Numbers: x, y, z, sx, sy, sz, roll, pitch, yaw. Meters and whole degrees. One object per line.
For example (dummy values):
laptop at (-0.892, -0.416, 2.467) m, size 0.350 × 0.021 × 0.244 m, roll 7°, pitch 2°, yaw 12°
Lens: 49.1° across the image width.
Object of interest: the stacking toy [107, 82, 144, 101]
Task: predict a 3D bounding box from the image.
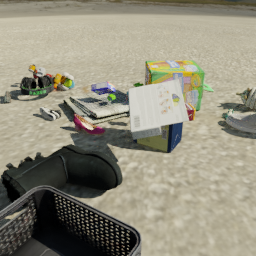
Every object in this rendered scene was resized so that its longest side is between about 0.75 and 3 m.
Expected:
stacking toy at (0.380, -1.196, 11.617) m, size 1.681 × 0.524 × 2.230 m, roll -27°, pitch 36°, yaw -27°

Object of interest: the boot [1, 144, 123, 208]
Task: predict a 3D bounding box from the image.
boot at (-1.778, 1.300, 7.240) m, size 2.694 × 0.997 × 2.207 m, roll 16°, pitch 29°, yaw 41°

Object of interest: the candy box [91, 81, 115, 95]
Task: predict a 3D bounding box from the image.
candy box at (-1.059, -1.695, 12.012) m, size 0.817 × 0.315 × 0.691 m, roll -6°, pitch -13°, yaw 23°

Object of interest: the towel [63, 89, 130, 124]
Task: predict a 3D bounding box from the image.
towel at (-1.089, -1.088, 12.238) m, size 2.918 × 0.504 × 2.810 m, roll -16°, pitch 32°, yaw -27°

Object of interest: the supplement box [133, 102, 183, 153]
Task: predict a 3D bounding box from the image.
supplement box at (1.028, -0.152, 9.490) m, size 1.431 × 1.433 × 0.962 m, roll 16°, pitch 32°, yaw 27°

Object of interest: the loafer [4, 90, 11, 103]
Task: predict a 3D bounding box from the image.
loafer at (-5.639, -1.435, 13.172) m, size 0.319 × 0.364 × 1.014 m, roll 10°, pitch 29°, yaw -25°

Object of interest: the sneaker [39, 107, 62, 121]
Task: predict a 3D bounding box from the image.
sneaker at (-3.155, -0.630, 11.598) m, size 1.028 × 0.376 × 0.575 m, roll 29°, pitch 36°, yaw 30°

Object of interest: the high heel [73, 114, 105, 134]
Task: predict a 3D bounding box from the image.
high heel at (-1.439, -0.147, 10.369) m, size 1.265 × 0.607 × 0.426 m, roll 13°, pitch 31°, yaw 23°

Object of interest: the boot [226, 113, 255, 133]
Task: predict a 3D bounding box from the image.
boot at (4.904, -0.415, 10.271) m, size 2.441 × 1.166 × 0.898 m, roll 19°, pitch 33°, yaw 31°

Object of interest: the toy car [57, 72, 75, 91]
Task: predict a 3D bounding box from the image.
toy car at (-3.122, -2.352, 14.511) m, size 0.950 × 0.831 × 0.712 m, roll 32°, pitch 5°, yaw 39°

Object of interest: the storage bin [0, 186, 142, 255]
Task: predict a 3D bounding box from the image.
storage bin at (-1.220, 2.355, 5.015) m, size 2.625 × 1.231 × 1.774 m, roll 16°, pitch 32°, yaw 29°

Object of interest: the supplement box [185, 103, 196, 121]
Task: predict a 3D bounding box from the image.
supplement box at (2.033, -0.615, 11.347) m, size 1.201 × 0.515 × 0.663 m, roll -6°, pitch 28°, yaw -11°

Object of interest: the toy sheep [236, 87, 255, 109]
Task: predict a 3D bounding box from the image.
toy sheep at (5.471, -1.317, 12.142) m, size 1.539 × 1.061 × 1.061 m, roll 27°, pitch 37°, yaw 27°

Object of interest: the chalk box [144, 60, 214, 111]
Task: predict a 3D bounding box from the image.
chalk box at (2.279, -1.891, 12.362) m, size 2.927 × 1.812 × 1.821 m, roll -3°, pitch 28°, yaw -5°

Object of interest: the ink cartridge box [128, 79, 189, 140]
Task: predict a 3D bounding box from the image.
ink cartridge box at (0.866, -0.612, 8.469) m, size 1.644 × 0.412 × 1.894 m, roll -10°, pitch 47°, yaw 8°

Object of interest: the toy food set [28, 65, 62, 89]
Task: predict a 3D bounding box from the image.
toy food set at (-4.322, -2.566, 14.417) m, size 1.697 × 0.763 × 0.810 m, roll 18°, pitch -12°, yaw -5°

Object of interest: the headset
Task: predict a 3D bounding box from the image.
headset at (-4.536, -2.325, 13.857) m, size 1.555 × 1.183 × 2.518 m, roll -9°, pitch 27°, yaw -17°

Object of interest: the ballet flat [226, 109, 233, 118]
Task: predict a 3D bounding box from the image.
ballet flat at (4.196, -0.588, 11.556) m, size 0.265 × 0.277 × 0.787 m, roll 12°, pitch 30°, yaw 21°
